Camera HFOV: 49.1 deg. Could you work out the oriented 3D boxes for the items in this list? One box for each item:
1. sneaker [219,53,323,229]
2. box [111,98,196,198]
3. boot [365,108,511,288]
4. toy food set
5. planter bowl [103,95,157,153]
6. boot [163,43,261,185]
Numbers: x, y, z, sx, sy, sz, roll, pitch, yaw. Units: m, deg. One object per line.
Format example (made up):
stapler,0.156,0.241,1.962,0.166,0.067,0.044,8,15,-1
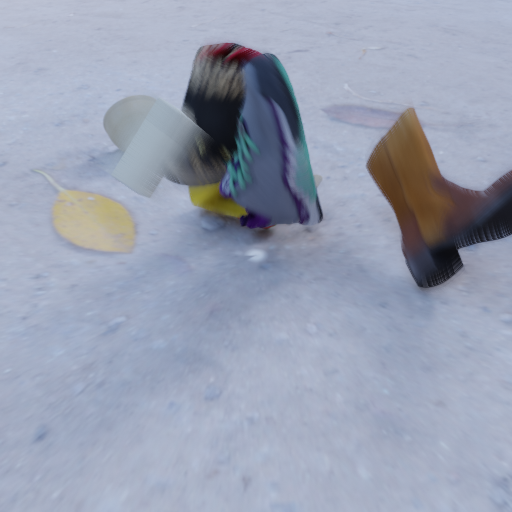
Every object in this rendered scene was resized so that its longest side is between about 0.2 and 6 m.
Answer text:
sneaker,0.039,-1.299,7.990,1.463,3.344,1.244,-13,58,7
box,-1.176,-1.233,6.466,0.436,1.060,0.363,35,6,13
boot,2.810,-1.209,8.375,0.890,2.446,2.598,2,56,-21
toy food set,-0.091,-1.024,10.232,2.323,0.759,1.367,16,57,17
planter bowl,-2.541,-2.677,12.164,1.346,1.346,0.906,-16,65,-21
boot,-0.289,-2.268,9.015,2.706,2.037,0.990,-16,52,-43
